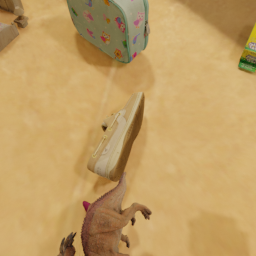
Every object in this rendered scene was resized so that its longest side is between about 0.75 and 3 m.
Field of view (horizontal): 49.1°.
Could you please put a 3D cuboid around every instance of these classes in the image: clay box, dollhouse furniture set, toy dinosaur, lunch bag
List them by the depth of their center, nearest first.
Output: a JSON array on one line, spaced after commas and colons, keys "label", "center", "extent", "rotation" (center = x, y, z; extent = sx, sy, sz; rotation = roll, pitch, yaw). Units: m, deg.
[{"label": "toy dinosaur", "center": [-0.570, 1.995, 5.330], "extent": [1.643, 1.041, 2.425], "rotation": [15, 84, -17]}, {"label": "lunch bag", "center": [-0.615, -3.547, 8.545], "extent": [2.995, 2.402, 1.154], "rotation": [39, 66, 23]}, {"label": "clay box", "center": [4.592, -2.689, 9.089], "extent": [1.380, 0.572, 2.401], "rotation": [23, 60, 15]}, {"label": "dollhouse furniture set", "center": [-5.041, -3.910, 9.355], "extent": [2.514, 1.439, 2.948], "rotation": [22, 60, 14]}]

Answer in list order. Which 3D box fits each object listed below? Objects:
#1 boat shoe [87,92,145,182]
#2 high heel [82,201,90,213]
[{"label": "boat shoe", "center": [-0.259, 0.040, 7.004], "extent": [0.904, 0.964, 2.614], "rotation": [12, 53, 15]}, {"label": "high heel", "center": [-0.798, 2.087, 6.208], "extent": [0.475, 0.333, 0.987], "rotation": [-35, 67, -32]}]
